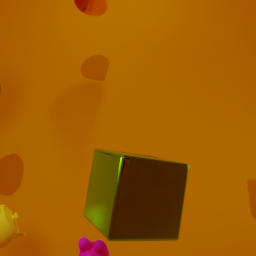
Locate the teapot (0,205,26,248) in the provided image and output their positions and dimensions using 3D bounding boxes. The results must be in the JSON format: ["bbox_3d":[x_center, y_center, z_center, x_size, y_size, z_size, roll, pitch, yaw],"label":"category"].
[{"bbox_3d":[-2.426,1.879,5.435,0.650,1.328,0.826,-26,45,-13],"label":"teapot"}]

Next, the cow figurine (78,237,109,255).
[{"bbox_3d":[-0.582,2.472,4.613,0.632,1.132,1.151,3,53,16],"label":"cow figurine"}]

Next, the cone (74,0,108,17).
[{"bbox_3d":[-0.934,-3.925,7.912,1.034,1.038,1.034,7,70,-19],"label":"cone"}]

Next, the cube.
[{"bbox_3d":[0.077,0.851,3.746,0.977,0.977,0.977,11,86,-26],"label":"cube"}]
